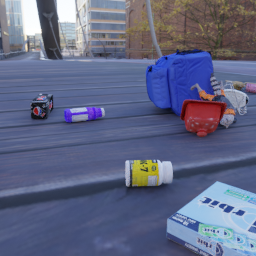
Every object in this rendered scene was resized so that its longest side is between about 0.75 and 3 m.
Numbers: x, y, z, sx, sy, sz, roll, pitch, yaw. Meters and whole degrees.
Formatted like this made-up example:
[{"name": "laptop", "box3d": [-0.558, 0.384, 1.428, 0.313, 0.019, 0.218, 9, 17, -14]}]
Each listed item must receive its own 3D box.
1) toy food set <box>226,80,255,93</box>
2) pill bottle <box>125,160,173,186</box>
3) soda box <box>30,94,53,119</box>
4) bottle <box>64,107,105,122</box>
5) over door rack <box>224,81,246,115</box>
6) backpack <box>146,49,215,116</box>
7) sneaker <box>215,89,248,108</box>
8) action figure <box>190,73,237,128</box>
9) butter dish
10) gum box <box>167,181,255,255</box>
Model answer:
[{"name": "toy food set", "box3d": [6.553, -2.134, 14.823, 2.687, 0.423, 1.708, 1, 15, -24]}, {"name": "pill bottle", "box3d": [0.352, 0.778, 4.860, 0.781, 0.446, 0.446, -1, 17, -4]}, {"name": "soda box", "box3d": [-2.998, -0.789, 9.850, 0.530, 0.592, 1.674, 1, 16, -7]}, {"name": "bottle", "box3d": [-1.393, -0.444, 9.019, 1.253, 0.409, 0.523, -7, 18, -23]}, {"name": "over door rack", "box3d": [3.926, -1.130, 10.032, 0.407, 1.221, 0.902, -28, 3, 27]}, {"name": "backpack", "box3d": [1.814, -1.800, 10.421, 2.306, 2.233, 2.749, -3, 17, -1]}, {"name": "sneaker", "box3d": [3.936, -1.307, 11.307, 1.847, 0.744, 1.352, 3, 20, 29]}, {"name": "action figure", "box3d": [2.573, -0.761, 8.511, 1.823, 0.953, 1.763, -2, 52, -24]}, {"name": "butter dish", "box3d": [1.991, -0.166, 7.531, 1.140, 0.845, 1.143, 6, -26, 7]}, {"name": "gum box", "box3d": [1.373, 1.220, 3.608, 1.175, 0.308, 1.383, 15, 22, 41]}]
